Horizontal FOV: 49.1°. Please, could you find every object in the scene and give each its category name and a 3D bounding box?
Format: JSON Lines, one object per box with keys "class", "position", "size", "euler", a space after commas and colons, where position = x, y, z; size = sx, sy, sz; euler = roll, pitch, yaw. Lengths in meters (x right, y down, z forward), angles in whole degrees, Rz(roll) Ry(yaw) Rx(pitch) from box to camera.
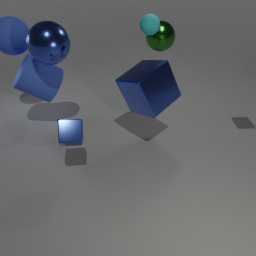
{"class": "cube", "position": [-1.721, 0.146, 8.391], "size": [0.700, 0.700, 0.700], "euler": [-2, -10, -12]}
{"class": "ball", "position": [1.547, -4.363, 13.320], "size": [1.400, 1.400, 1.400], "euler": [0, 34, 0]}
{"class": "cube", "position": [0.697, -1.380, 9.618], "size": [1.400, 1.400, 1.400], "euler": [-40, 30, -20]}
{"class": "cylinder", "position": [-3.361, -1.865, 10.552], "size": [1.400, 1.400, 1.400], "euler": [23, 23, -29]}
{"class": "ball", "position": [0.762, -3.594, 9.739], "size": [0.700, 0.700, 0.700], "euler": [0, 34, 0]}
{"class": "ball", "position": [-2.606, -2.788, 9.223], "size": [1.400, 1.400, 1.400], "euler": [0, 34, 0]}
{"class": "ball", "position": [-4.344, -3.431, 10.463], "size": [1.400, 1.400, 1.400], "euler": [0, 34, 0]}
